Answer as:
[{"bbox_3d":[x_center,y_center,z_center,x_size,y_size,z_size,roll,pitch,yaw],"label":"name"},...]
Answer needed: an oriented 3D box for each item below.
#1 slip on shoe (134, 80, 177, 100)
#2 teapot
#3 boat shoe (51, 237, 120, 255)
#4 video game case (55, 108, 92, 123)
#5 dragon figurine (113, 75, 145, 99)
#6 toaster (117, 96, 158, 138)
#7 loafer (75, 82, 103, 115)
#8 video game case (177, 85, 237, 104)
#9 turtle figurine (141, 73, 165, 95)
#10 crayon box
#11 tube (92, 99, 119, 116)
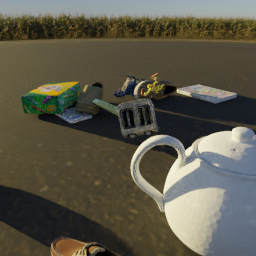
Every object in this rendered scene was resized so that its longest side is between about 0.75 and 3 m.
[{"bbox_3d":[1.434,-1.887,14.174,2.661,1.012,0.806,-11,21,-44],"label":"slip on shoe"},{"bbox_3d":[2.037,1.012,5.574,2.933,2.142,2.895,-20,29,-37],"label":"teapot"},{"bbox_3d":[-0.560,2.198,4.658,1.811,0.650,0.686,13,26,28],"label":"boat shoe"},{"bbox_3d":[-2.346,-0.558,11.987,1.015,0.128,1.418,-18,29,-37],"label":"video game case"},{"bbox_3d":[0.333,-1.996,14.591,2.623,1.304,0.772,5,11,-46],"label":"dragon figurine"},{"bbox_3d":[0.332,-0.365,9.241,1.179,1.304,0.774,-10,-3,8],"label":"toaster"},{"bbox_3d":[-1.709,-1.426,12.763,1.099,0.975,2.891,10,22,-4],"label":"loafer"},{"bbox_3d":[4.183,-1.869,15.012,1.826,0.230,2.550,-17,28,-35],"label":"video game case"},{"bbox_3d":[0.907,-1.372,9.335,0.734,0.910,0.293,6,38,-45],"label":"turtle figurine"},{"bbox_3d":[-3.444,-1.455,13.044,1.686,0.827,2.838,0,21,10],"label":"crayon box"},{"bbox_3d":[-0.849,-0.895,11.881,1.352,0.351,0.392,25,-19,-2],"label":"tube"}]
